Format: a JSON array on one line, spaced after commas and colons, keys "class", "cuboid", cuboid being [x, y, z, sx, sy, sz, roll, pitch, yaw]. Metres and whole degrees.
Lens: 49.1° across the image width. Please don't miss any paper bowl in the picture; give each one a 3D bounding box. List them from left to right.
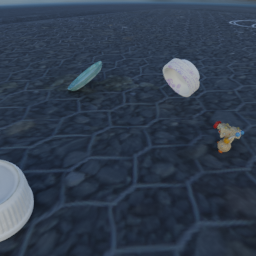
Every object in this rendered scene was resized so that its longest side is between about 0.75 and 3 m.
[{"class": "paper bowl", "cuboid": [1.906, -1.800, 9.688, 0.706, 1.357, 1.357, -42, 43, -13]}]

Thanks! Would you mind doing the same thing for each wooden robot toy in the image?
[{"class": "wooden robot toy", "cuboid": [2.546, 0.277, 7.416, 0.710, 0.732, 1.612, 30, 15, 24]}]

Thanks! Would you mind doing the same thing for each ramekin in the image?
[{"class": "ramekin", "cuboid": [-2.577, 1.275, 5.211, 1.515, 0.795, 1.515, 6, 39, -5]}]

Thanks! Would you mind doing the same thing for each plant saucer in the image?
[{"class": "plant saucer", "cuboid": [-1.672, -2.028, 11.151, 1.724, 0.236, 1.724, -33, 22, 16]}]
